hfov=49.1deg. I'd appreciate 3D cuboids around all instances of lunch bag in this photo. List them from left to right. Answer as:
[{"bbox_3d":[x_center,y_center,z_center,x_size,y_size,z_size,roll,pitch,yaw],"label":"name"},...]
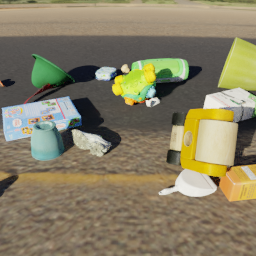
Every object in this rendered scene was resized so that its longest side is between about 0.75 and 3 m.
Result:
[{"bbox_3d":[-1.224,-3.091,15.965,0.959,0.492,1.194,9,31,17],"label":"lunch bag"}]

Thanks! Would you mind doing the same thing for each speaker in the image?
[{"bbox_3d":[1.718,-3.072,15.176,2.899,1.282,1.282,-5,30,-9],"label":"speaker"}]

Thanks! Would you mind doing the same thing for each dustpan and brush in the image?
[{"bbox_3d":[1.581,1.610,7.922,1.507,0.431,1.051,-5,36,-21],"label":"dustpan and brush"}]

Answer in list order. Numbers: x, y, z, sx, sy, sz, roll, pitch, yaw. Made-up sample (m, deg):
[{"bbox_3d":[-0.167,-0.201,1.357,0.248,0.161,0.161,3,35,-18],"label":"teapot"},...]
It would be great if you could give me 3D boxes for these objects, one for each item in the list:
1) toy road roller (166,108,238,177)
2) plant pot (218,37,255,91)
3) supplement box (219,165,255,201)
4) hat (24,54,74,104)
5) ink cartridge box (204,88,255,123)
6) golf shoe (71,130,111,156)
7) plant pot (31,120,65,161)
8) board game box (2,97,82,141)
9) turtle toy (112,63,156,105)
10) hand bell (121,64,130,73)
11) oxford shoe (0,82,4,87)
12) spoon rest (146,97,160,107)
[{"bbox_3d":[2.474,0.410,8.155,1.987,1.673,2.722,8,-1,-18],"label":"toy road roller"},{"bbox_3d":[6.272,-2.880,13.971,2.723,2.548,2.548,19,33,11],"label":"plant pot"},{"bbox_3d":[3.698,1.464,7.781,2.098,0.698,0.722,-6,31,-9],"label":"supplement box"},{"bbox_3d":[-4.501,-2.102,14.379,2.408,2.560,2.908,27,-4,24],"label":"hat"},{"bbox_3d":[4.378,-0.935,11.787,1.903,0.802,1.390,-14,37,-23],"label":"ink cartridge box"},{"bbox_3d":[-1.282,0.448,9.758,1.510,0.591,0.734,29,34,23],"label":"golf shoe"},{"bbox_3d":[-2.749,0.350,9.390,1.108,1.041,1.108,-1,30,0],"label":"plant pot"},{"bbox_3d":[-3.524,-0.464,11.330,2.810,0.514,2.126,-12,32,-20],"label":"board game box"},{"bbox_3d":[0.489,-1.999,13.095,2.013,1.396,2.762,-20,24,14],"label":"turtle toy"},{"bbox_3d":[0.104,-3.278,16.496,0.529,0.529,1.015,-21,49,-32],"label":"hand bell"},{"bbox_3d":[-6.992,-2.342,14.888,1.123,0.400,0.407,25,64,34],"label":"oxford shoe"},{"bbox_3d":[1.114,-1.189,12.900,0.546,0.333,1.098,14,19,24],"label":"spoon rest"}]
